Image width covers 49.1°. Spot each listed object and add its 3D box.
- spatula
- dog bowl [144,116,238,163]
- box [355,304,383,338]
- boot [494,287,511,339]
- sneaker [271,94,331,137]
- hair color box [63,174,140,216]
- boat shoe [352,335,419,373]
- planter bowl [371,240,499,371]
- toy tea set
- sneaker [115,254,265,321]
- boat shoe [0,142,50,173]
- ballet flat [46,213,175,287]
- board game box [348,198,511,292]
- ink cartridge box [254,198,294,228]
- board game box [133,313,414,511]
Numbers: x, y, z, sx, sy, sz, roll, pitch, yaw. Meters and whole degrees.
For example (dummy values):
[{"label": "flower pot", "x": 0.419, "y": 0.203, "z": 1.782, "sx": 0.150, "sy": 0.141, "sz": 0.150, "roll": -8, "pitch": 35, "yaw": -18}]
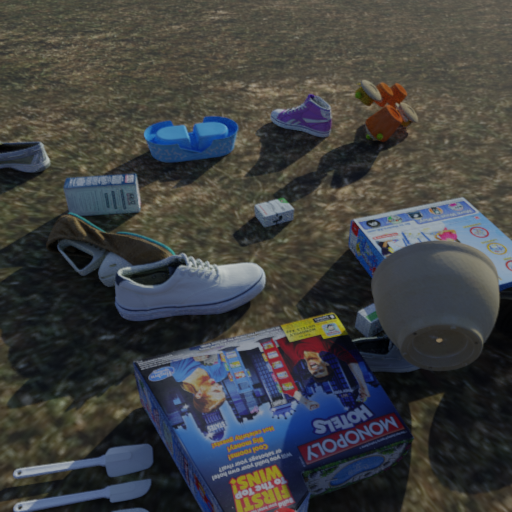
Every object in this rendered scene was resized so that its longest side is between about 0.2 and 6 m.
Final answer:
[{"label": "spatula", "x": -2.303, "y": 3.176, "z": 7.408, "sx": 1.881, "sy": 0.151, "sz": 1.308, "roll": -7, "pitch": 45, "yaw": -7}, {"label": "dog bowl", "x": -1.680, "y": -3.040, "z": 14.698, "sx": 2.439, "sy": 0.605, "sz": 1.360, "roll": -9, "pitch": 40, "yaw": -11}, {"label": "box", "x": 1.985, "y": 1.126, "z": 9.699, "sx": 0.398, "sy": 0.400, "sz": 0.342, "roll": -24, "pitch": 45, "yaw": -27}, {"label": "boot", "x": 5.406, "y": 0.760, "z": 9.608, "sx": 2.702, "sy": 1.017, "sz": 2.020, "roll": 22, "pitch": 50, "yaw": 10}, {"label": "sneaker", "x": 1.264, "y": -4.068, "z": 15.610, "sx": 1.877, "sy": 1.070, "sz": 0.680, "roll": 19, "pitch": 44, "yaw": 23}, {"label": "hair color box", "x": -3.400, "y": -1.347, "z": 12.461, "sx": 1.543, "sy": 0.772, "sz": 0.467, "roll": -4, "pitch": 39, "yaw": -6}, {"label": "boat shoe", "x": 2.152, "y": 1.545, "z": 9.073, "sx": 1.503, "sy": 0.535, "sz": 0.524, "roll": -4, "pitch": 39, "yaw": -5}, {"label": "planter bowl", "x": 2.661, "y": 0.883, "z": 8.276, "sx": 1.888, "sy": 1.888, "sz": 1.270, "roll": 5, "pitch": 46, "yaw": 6}, {"label": "toy tea set", "x": 3.554, "y": -4.015, "z": 15.701, "sx": 2.761, "sy": 1.022, "sz": 1.642, "roll": -22, "pitch": 75, "yaw": -51}, {"label": "sneaker", "x": -1.156, "y": 0.471, "z": 10.046, "sx": 2.761, "sy": 0.978, "sz": 1.008, "roll": -11, "pitch": 40, "yaw": -14}, {"label": "boat shoe", "x": -6.300, "y": -2.617, "z": 14.068, "sx": 2.261, "sy": 0.725, "sz": 0.833, "roll": 10, "pitch": 40, "yaw": 12}, {"label": "ballet flat", "x": -2.931, "y": -0.014, "z": 10.786, "sx": 2.927, "sy": 0.993, "sz": 1.059, "roll": 19, "pitch": 60, "yaw": 24}, {"label": "board game box", "x": 3.534, "y": 0.059, "z": 10.748, "sx": 2.645, "sy": 0.739, "sz": 2.590, "roll": -11, "pitch": 41, "yaw": -14}, {"label": "ink cartridge box", "x": 0.391, "y": -0.957, "z": 12.353, "sx": 0.729, "sy": 0.303, "sz": 0.534, "roll": -15, "pitch": 42, "yaw": -19}, {"label": "board game box", "x": 0.238, "y": 2.497, "z": 7.533, "sx": 3.212, "sy": 0.991, "sz": 3.210, "roll": -12, "pitch": 41, "yaw": -14}]
